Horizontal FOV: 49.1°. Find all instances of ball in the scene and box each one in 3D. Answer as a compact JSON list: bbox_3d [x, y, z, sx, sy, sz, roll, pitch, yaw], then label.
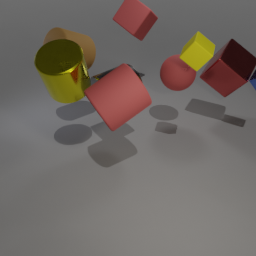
[{"bbox_3d":[1.953,-2.155,10.967,1.400,1.400,1.400,0,31,0],"label":"ball"}]

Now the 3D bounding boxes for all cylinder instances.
[{"bbox_3d":[-2.144,-2.824,10.267,1.400,1.400,1.400,23,17,33],"label":"cylinder"},{"bbox_3d":[-0.413,-1.349,9.733,1.400,1.400,1.400,-28,40,-27],"label":"cylinder"},{"bbox_3d":[-0.282,-0.856,7.898,1.400,1.400,1.400,-36,38,-2],"label":"cylinder"},{"bbox_3d":[-1.926,-1.689,8.480,1.400,1.400,1.400,-2,61,3],"label":"cylinder"}]

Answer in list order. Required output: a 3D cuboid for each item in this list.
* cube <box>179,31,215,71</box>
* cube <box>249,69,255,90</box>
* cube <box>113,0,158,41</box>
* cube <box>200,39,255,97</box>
[{"bbox_3d":[2.071,-2.281,8.348,0.700,0.700,0.700,35,46,-11],"label":"cube"},{"bbox_3d":[5.025,-1.778,10.244,0.700,0.700,0.700,-52,20,-27],"label":"cube"},{"bbox_3d":[0.379,-5.369,13.729,1.400,1.400,1.400,42,17,12],"label":"cube"},{"bbox_3d":[4.044,-2.385,11.279,1.400,1.400,1.400,38,62,-3],"label":"cube"}]
